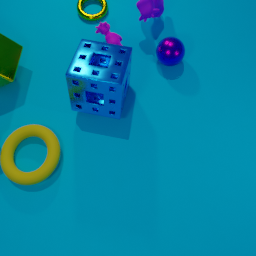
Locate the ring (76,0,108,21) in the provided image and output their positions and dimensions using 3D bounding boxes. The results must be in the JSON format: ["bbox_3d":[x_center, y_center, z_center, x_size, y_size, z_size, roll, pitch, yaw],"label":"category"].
[{"bbox_3d":[-1.186,-4.033,9.317,1.050,0.210,1.050,1,75,-2],"label":"ring"}]

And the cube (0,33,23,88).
[{"bbox_3d":[-3.900,-1.932,7.877,1.190,1.190,1.190,-9,65,39],"label":"cube"}]

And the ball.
[{"bbox_3d":[1.273,-2.286,8.393,0.866,0.866,0.866,0,71,0],"label":"ball"}]

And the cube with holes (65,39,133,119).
[{"bbox_3d":[-0.730,-1.313,7.622,1.397,1.397,1.397,11,55,4],"label":"cube with holes"}]

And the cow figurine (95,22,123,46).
[{"bbox_3d":[-0.564,-2.764,8.548,0.491,0.880,0.895,-34,53,29],"label":"cow figurine"}]

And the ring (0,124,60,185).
[{"bbox_3d":[-2.651,0.704,7.595,1.676,0.335,1.676,-2,71,7],"label":"ring"}]

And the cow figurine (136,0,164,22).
[{"bbox_3d":[0.717,-3.645,8.500,0.696,1.268,1.247,-16,72,30],"label":"cow figurine"}]
